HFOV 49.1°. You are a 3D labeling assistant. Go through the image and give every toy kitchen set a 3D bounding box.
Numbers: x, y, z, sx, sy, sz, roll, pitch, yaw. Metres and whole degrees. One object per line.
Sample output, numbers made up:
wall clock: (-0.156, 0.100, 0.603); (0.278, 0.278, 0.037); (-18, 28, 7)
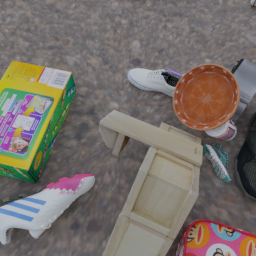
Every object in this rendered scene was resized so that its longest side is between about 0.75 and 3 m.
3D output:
toy kitchen set: (0.132, 1.167, 6.116); (2.135, 2.360, 2.616); (24, 23, 7)

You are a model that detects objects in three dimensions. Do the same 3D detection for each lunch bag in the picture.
lunch bag: (1.876, 3.158, 4.914); (2.330, 1.084, 2.645); (17, 62, 9)

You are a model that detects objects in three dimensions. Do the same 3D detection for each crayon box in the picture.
crayon box: (-2.597, -0.255, 6.997); (1.705, 0.836, 2.871); (12, 61, 7)

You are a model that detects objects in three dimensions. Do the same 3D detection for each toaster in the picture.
toaster: (2.728, -0.872, 7.127); (0.804, 1.225, 1.355); (33, 66, 17)

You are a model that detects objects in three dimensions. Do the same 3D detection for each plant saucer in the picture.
plant saucer: (1.771, -0.696, 6.413); (1.536, 0.248, 1.536); (-7, 78, 35)

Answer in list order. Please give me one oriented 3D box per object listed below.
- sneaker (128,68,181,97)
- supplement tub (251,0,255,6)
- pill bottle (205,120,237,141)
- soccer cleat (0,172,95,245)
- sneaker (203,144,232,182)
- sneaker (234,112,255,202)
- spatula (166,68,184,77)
sneaker: (0.864, -1.373, 7.749); (1.811, 0.641, 0.661); (17, 62, 9)
supplement tub: (4.683, -4.400, 9.487); (0.844, 0.614, 0.614); (20, 62, 11)
pill bottle: (2.240, -0.001, 6.727); (0.569, 0.997, 0.569); (-9, 74, 34)
soccer cleat: (-1.711, 1.723, 5.999); (2.299, 0.803, 0.993); (-20, 74, -6)
sneaker: (2.244, 0.777, 6.695); (0.466, 0.397, 1.022); (-17, 63, -14)
sneaker: (3.170, 0.350, 6.336); (0.967, 1.449, 2.530); (21, 65, 14)
spatula: (1.741, -1.494, 7.700); (1.675, 0.172, 0.473); (-8, 36, -35)
